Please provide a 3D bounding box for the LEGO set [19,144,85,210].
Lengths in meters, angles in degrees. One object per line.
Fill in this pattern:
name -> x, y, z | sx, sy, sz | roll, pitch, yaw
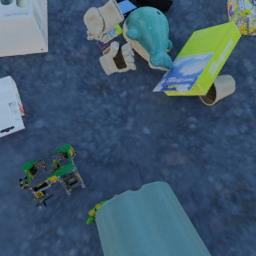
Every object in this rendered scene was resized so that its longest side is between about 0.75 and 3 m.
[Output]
LEGO set -> -2.196, 1.499, 8.560 | 1.897, 1.099, 1.458 | -30, 43, -14

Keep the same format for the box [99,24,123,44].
box -> -0.643, -3.336, 9.724 | 0.790, 0.188, 0.481 | -32, 91, 2

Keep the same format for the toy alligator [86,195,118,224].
toy alligator -> -0.807, 2.382, 8.438 | 1.225, 0.363, 0.332 | -41, 34, -14

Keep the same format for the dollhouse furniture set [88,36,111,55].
dollhouse furniture set -> -0.715, -2.874, 9.785 | 1.103, 0.988, 1.392 | -32, 78, 31

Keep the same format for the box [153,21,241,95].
box -> 2.280, -2.137, 9.320 | 0.701, 1.793, 2.940 | 43, 72, -29

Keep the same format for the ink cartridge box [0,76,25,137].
ink cartridge box -> -4.180, -0.634, 9.426 | 1.130, 0.522, 2.074 | -21, 73, -7

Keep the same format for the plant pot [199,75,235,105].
plant pot -> 3.060, -1.375, 9.521 | 0.939, 1.026, 1.026 | -17, 70, -18

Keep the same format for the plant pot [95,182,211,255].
plant pot -> 0.645, 3.094, 6.988 | 2.933, 2.933, 2.873 | -20, 63, -7

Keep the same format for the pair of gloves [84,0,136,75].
pair of gloves -> -0.553, -2.400, 7.760 | 0.335, 1.626, 1.913 | -37, 115, -32

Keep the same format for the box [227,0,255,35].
box -> 4.702, -4.467, 10.572 | 1.527, 0.967, 1.585 | 2, 71, 1

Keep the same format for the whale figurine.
whale figurine -> 0.863, -3.102, 9.570 | 2.022, 1.319, 2.542 | 4, 51, -34

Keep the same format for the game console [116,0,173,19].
game console -> 0.334, -4.605, 10.470 | 1.662, 0.340, 2.818 | 37, 53, 16

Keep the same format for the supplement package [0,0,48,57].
supplement package -> -4.045, -4.199, 9.984 | 1.898, 1.885, 2.502 | -6, 70, -2
